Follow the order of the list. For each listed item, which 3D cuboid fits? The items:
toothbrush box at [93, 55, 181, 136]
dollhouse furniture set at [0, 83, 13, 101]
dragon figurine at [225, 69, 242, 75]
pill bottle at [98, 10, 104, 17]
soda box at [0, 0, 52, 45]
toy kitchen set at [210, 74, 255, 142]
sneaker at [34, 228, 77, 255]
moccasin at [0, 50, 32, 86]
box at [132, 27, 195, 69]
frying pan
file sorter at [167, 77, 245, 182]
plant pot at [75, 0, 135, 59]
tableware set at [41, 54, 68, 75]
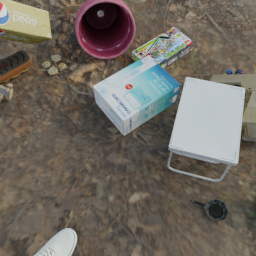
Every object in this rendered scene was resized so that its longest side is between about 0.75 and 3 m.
[{"bbox_3d":[0.327,-1.322,10.923,2.727,1.163,1.997,-32,64,-16],"label":"toothbrush box"},{"bbox_3d":[-4.963,-1.315,10.746,0.809,1.560,0.691,24,59,-14],"label":"dollhouse furniture set"},{"bbox_3d":[4.213,-2.208,11.770,1.207,0.600,0.355,2,59,2],"label":"dragon figurine"},{"bbox_3d":[-0.997,-6.253,13.278,1.104,1.947,1.104,-4,46,4],"label":"pill bottle"},{"bbox_3d":[-3.938,-3.457,8.975,0.951,2.970,1.006,-6,92,36],"label":"soda box"},{"bbox_3d":[4.084,-0.496,10.496,2.160,1.953,2.394,7,52,35],"label":"toy kitchen set"},{"bbox_3d":[-2.405,3.875,8.045,0.854,0.828,2.338,35,65,19],"label":"sneaker"},{"bbox_3d":[-5.318,-2.312,11.685,2.724,1.051,0.996,-40,81,-25],"label":"moccasin"},{"bbox_3d":[1.597,-3.478,12.605,2.581,0.448,1.421,-36,66,-19],"label":"box"},{"bbox_3d":[2.644,2.688,9.125,1.184,0.193,0.717,-2,59,1],"label":"frying pan"},{"bbox_3d":[2.626,0.065,9.712,2.031,1.822,2.927,14,60,10],"label":"file sorter"},{"bbox_3d":[-1.099,-4.712,12.332,2.541,2.541,2.275,-9,45,-6],"label":"plant pot"},{"bbox_3d":[-3.253,-2.797,12.399,0.921,0.128,1.103,-31,65,-18],"label":"tableware set"}]
